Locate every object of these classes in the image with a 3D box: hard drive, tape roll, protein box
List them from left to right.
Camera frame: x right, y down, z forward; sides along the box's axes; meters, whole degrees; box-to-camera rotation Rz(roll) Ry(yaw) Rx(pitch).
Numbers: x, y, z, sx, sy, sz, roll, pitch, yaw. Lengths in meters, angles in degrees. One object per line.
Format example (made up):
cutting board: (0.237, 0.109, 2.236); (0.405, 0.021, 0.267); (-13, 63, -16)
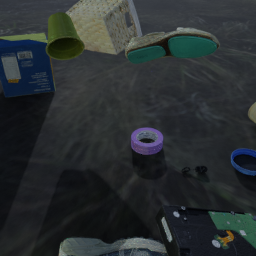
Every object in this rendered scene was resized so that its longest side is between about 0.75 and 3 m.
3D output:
protein box: (-4.523, -2.790, 12.397); (2.212, 2.228, 1.503); (-10, 36, -14)
tape roll: (0.643, 0.432, 9.471); (1.072, 0.352, 1.072); (1, 35, 0)
hard drive: (1.999, 2.496, 5.685); (2.631, 0.498, 1.838); (10, 31, -22)

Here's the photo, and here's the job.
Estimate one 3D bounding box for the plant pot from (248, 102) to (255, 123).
plant pot: (5.053, -0.249, 9.845); (1.267, 1.267, 1.159); (0, 47, 0)

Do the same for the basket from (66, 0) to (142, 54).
basket: (-1.075, -4.196, 11.405); (2.678, 1.815, 1.652); (22, 59, 38)

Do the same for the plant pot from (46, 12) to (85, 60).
plant pot: (-1.594, -2.274, 6.805); (0.920, 0.920, 0.874); (-10, 71, -14)

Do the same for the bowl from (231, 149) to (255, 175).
bowl: (3.744, 1.054, 8.707); (1.068, 0.210, 1.068); (0, 35, 0)

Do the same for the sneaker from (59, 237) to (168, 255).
sneaker: (-0.200, 2.894, 5.707); (2.469, 0.958, 1.066); (-2, 51, 3)

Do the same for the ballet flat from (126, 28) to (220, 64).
ballet flat: (1.024, -2.139, 6.895); (2.373, 0.800, 0.740); (0, 60, 24)

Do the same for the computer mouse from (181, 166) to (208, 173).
computer mouse: (2.010, 1.283, 8.486); (0.791, 0.135, 0.232); (-4, 50, 3)
